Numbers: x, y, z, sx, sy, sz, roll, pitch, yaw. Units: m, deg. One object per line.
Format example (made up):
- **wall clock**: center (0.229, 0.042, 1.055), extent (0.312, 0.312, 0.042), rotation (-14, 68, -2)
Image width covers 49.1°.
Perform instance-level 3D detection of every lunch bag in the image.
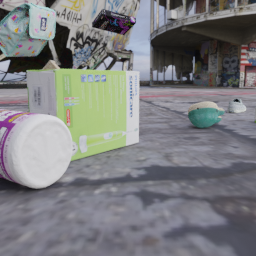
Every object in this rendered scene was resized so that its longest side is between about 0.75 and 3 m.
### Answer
- **lunch bag**: center (-2.632, -2.624, 7.426), extent (1.468, 0.895, 1.251), rotation (-40, -1, 23)

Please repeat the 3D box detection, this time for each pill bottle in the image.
- **pill bottle**: center (-1.773, 0.226, 4.133), extent (1.780, 0.999, 0.999), rotation (7, 12, 32)

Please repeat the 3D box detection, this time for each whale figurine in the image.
- **whale figurine**: center (2.396, -0.289, 8.511), extent (1.099, 0.717, 1.381), rotation (-12, -22, 33)

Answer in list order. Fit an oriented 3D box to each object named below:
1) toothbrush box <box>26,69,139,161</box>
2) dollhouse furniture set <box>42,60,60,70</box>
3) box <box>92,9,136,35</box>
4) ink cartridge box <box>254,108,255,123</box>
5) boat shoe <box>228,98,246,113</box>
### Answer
- **toothbrush box**: center (-0.788, -0.353, 5.683), extent (0.953, 1.612, 2.213), rotation (8, 14, 41)
- **dollhouse furniture set**: center (-2.717, -2.371, 13.798), extent (1.643, 2.344, 1.652), rotation (-44, -5, 18)
- **box**: center (-0.398, -2.921, 7.782), extent (1.031, 0.186, 0.737), rotation (5, -13, -28)
- **ink cartridge box**: center (4.731, -0.784, 9.170), extent (0.940, 1.272, 0.482), rotation (7, 12, 33)
- **boat shoe**: center (4.923, -1.033, 12.594), extent (0.584, 0.596, 1.674), rotation (7, 12, 35)
